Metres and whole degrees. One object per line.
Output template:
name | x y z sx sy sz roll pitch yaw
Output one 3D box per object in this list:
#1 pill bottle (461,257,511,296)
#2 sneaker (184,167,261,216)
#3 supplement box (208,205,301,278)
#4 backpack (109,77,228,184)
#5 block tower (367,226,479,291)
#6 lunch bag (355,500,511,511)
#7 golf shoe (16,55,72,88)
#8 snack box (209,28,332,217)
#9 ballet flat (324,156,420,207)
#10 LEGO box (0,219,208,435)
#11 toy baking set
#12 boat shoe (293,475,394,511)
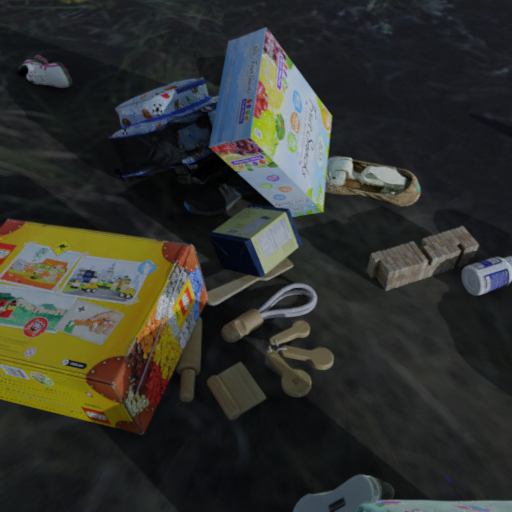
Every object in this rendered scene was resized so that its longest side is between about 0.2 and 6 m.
pill bottle | 4.440 0.348 10.527 0.973 0.583 0.583 -15 49 -13
sneaker | -0.513 -1.645 12.117 2.357 0.966 0.863 -25 52 -21
supplement box | -0.020 -0.314 10.703 1.193 0.801 1.194 -38 31 -30
backpack | -1.658 -2.743 12.260 2.656 2.046 2.530 8 24 43
block tower | 3.212 0.056 10.809 2.072 0.560 0.599 -15 49 -13
lunch bag | 2.233 3.533 5.901 2.586 3.035 1.851 4 47 2
golf shoe | -5.799 -4.932 15.402 1.896 0.688 0.873 26 56 34
snack box | 0.429 -2.494 11.090 0.988 2.919 2.462 -6 66 30
ballet flat | 2.248 -1.771 12.200 2.680 0.875 0.945 11 72 12
LEGO box | -3.061 0.971 9.102 3.683 1.421 2.743 8 47 17
toy baking set | -0.093 1.322 9.771 2.596 0.394 3.382 -3 44 -6
boat shoe | 1.113 3.338 7.331 0.506 1.591 0.562 22 43 -33
